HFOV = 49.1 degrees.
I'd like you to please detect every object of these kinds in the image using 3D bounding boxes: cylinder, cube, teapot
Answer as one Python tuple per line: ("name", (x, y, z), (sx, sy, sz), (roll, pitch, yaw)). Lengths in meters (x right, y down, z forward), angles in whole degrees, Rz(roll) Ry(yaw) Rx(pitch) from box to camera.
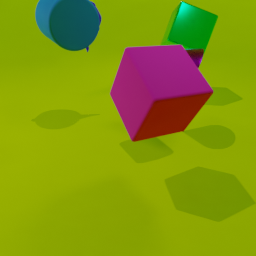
("cylinder", (-1.167, -2.055, 5.338), (0.963, 0.963, 0.963), (-16, 34, -25))
("cube", (1.847, -2.981, 8.695), (1.196, 1.196, 1.196), (19, 6, -6))
("teapot", (-0.952, -2.371, 6.379), (0.847, 0.667, 1.362), (-18, 56, 45))
("cube", (0.469, -0.565, 4.491), (1.057, 1.057, 1.057), (-11, 60, -26))

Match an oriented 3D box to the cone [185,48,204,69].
("cone", (0.903, -1.532, 6.561), (1.259, 1.255, 1.255), (24, 32, -3))
